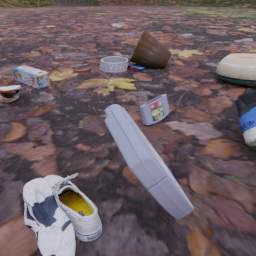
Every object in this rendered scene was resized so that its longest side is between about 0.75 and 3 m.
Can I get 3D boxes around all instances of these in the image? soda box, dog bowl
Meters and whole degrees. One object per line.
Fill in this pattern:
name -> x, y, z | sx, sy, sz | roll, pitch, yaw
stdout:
soda box -> -3.994, -2.130, 11.602 | 1.775, 0.564, 0.607 | 21, 35, 35
dog bowl -> -0.646, -3.101, 13.542 | 1.508, 0.442, 1.508 | -1, 28, 0

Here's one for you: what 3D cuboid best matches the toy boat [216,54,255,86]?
toy boat -> 5.301, -2.518, 11.795 | 2.468, 1.365, 2.936 | 19, 41, 38

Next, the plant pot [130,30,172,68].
plant pot -> 1.166, -3.558, 13.408 | 1.685, 1.575, 1.575 | 25, 30, -4

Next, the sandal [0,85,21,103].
sandal -> -4.244, -1.188, 9.983 | 0.737, 0.551, 1.923 | -11, 9, -28

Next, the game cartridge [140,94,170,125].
game cartridge -> 0.835, -0.525, 8.455 | 1.041, 0.693, 0.213 | -29, 31, -29

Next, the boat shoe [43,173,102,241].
boat shoe -> -1.132, 1.212, 5.168 | 0.684, 0.790, 1.853 | -19, 34, -31

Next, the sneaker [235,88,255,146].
sneaker -> 4.070, -0.538, 6.983 | 2.796, 1.073, 1.555 | -9, 72, -4

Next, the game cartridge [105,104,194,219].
game cartridge -> 0.390, 0.626, 4.269 | 0.414, 1.991, 1.326 | -38, 47, 1

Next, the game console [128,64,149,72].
game console -> 0.494, -2.937, 13.561 | 0.744, 0.131, 0.841 | 22, 36, 35

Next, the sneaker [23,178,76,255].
sneaker -> -1.344, 1.632, 4.691 | 0.584, 0.951, 1.462 | -27, 75, -27
